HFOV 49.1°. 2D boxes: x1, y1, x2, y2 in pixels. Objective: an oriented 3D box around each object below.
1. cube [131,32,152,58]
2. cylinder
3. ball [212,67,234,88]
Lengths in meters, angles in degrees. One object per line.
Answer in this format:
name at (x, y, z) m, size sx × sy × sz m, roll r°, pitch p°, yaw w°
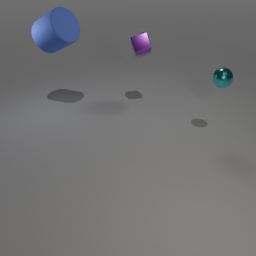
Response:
cube at (0.556, -3.505, 11.873) m, size 0.700 × 0.700 × 0.700 m, roll -18°, pitch -4°, yaw 1°
cylinder at (-2.869, -3.869, 11.165) m, size 1.400 × 1.400 × 1.400 m, roll -10°, pitch 18°, yaw 41°
ball at (3.249, -1.718, 9.608) m, size 0.700 × 0.700 × 0.700 m, roll 0°, pitch 29°, yaw 0°
